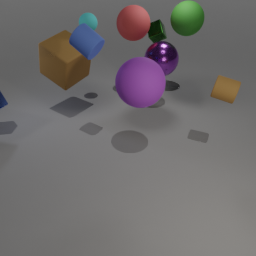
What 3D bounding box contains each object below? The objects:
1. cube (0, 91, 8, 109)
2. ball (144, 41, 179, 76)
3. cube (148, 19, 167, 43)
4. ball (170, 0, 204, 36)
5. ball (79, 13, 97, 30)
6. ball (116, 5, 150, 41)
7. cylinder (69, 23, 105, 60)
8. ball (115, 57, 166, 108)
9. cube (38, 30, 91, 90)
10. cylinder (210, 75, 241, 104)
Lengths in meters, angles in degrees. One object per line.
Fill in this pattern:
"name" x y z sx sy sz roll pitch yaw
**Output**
"cube" -4.883 -0.929 9.981 0.700 0.700 0.700 -22 19 12
"ball" 1.350 -2.797 11.351 1.400 1.400 1.400 0 31 0
"cube" 1.350 -4.548 13.205 0.700 0.700 0.700 -15 -12 23
"ball" 2.496 -4.603 11.795 1.400 1.400 1.400 0 31 0
"ball" -1.500 -3.968 10.548 0.700 0.700 0.700 0 31 0
"ball" 0.221 -4.338 11.610 1.400 1.400 1.400 0 31 0
"cylinder" -1.116 -2.349 7.634 0.700 0.700 0.700 41 38 1
"ball" 0.343 -1.262 7.820 1.400 1.400 1.400 0 31 0
"cube" -2.382 -2.585 10.669 1.400 1.400 1.400 35 52 13
"cylinder" 2.974 -1.179 8.551 0.700 0.700 0.700 22 35 14
